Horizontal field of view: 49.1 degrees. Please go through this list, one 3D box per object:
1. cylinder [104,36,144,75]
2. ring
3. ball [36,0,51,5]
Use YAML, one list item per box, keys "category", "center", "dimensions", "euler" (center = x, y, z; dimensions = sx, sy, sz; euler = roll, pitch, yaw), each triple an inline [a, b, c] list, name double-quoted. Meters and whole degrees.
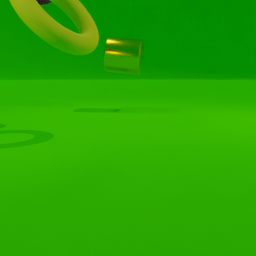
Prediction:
- category: "cylinder"
  center: [-0.140, -2.828, 10.964]
  dimensions: [1.358, 1.358, 1.358]
  euler: [8, 12, 7]
- category: "ring"
  center: [-1.438, -2.336, 5.691]
  dimensions: [0.409, 2.044, 2.044]
  euler: [-38, -10, 30]
- category: "ball"
  center: [-2.204, -3.690, 6.743]
  dimensions: [1.345, 1.345, 1.345]
  euler: [0, 11, 0]
